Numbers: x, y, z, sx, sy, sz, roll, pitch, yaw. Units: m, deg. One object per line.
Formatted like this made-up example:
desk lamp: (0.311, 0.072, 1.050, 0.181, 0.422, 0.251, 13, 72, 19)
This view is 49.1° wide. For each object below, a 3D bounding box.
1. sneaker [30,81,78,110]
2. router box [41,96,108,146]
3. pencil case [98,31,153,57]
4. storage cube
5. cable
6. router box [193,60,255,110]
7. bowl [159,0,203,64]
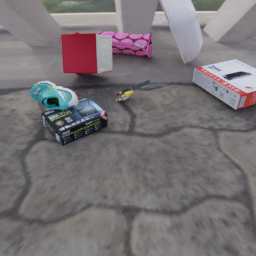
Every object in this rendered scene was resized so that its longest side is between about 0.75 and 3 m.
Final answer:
sneaker: (-2.184, -0.868, 7.786, 1.711, 0.663, 0.681, 14, 36, 32)
router box: (-1.474, -0.240, 7.812, 1.511, 0.469, 1.132, -25, 44, -29)
pencil case: (-0.166, -3.502, 11.637, 2.368, 1.074, 1.109, 6, 34, 12)
storage cube: (-1.402, -2.597, 9.844, 1.340, 1.491, 1.274, 5, 16, 20)
cable: (0.151, -1.188, 9.099, 1.329, 0.334, 0.645, -24, 5, -30)
router box: (3.594, -1.537, 9.339, 1.933, 0.526, 2.154, -16, 39, -23)
bowl: (2.028, -4.135, 10.699, 1.004, 2.691, 2.687, -21, 62, 13)
